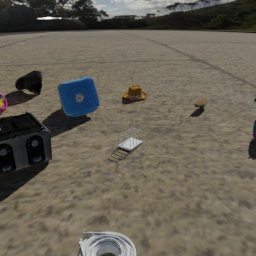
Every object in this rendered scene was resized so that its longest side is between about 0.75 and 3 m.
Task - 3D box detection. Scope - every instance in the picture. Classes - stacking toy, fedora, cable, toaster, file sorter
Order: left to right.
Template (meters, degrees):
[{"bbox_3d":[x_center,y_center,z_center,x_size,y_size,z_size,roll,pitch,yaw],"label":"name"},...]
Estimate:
[{"bbox_3d":[-3.638,0.432,8.704,1.950,1.280,2.157,-16,29,-31],"label":"toaster"},{"bbox_3d":[-2.402,-1.572,13.214,1.633,1.545,2.814,-16,17,-11],"label":"stacking toy"},{"bbox_3d":[-0.406,2.476,5.333,1.117,0.387,1.118,-1,25,-6],"label":"cable"},{"bbox_3d":[0.091,0.373,9.779,0.555,0.498,0.800,17,29,32],"label":"file sorter"},{"bbox_3d":[0.373,-1.893,14.639,1.375,0.561,1.375,0,25,0],"label":"fedora"}]

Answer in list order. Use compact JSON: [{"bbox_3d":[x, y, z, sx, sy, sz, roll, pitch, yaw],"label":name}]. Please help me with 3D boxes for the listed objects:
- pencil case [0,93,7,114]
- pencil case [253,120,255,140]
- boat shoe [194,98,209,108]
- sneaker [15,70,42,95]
[{"bbox_3d":[-6.737,-1.266,12.700,2.567,1.134,1.134,12,27,26],"label":"pencil case"},{"bbox_3d":[5.387,0.164,9.791,1.873,0.865,0.797,8,56,20],"label":"pencil case"},{"bbox_3d":[3.399,-1.112,13.038,0.396,0.357,1.101,31,36,24],"label":"boat shoe"},{"bbox_3d":[-5.378,-2.239,15.159,2.014,1.154,0.770,-17,-14,29],"label":"sneaker"}]
